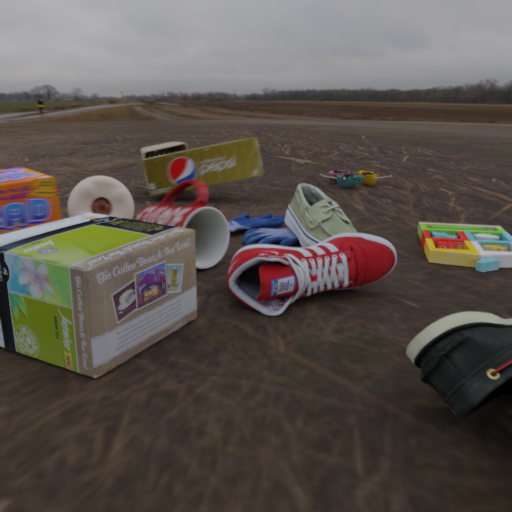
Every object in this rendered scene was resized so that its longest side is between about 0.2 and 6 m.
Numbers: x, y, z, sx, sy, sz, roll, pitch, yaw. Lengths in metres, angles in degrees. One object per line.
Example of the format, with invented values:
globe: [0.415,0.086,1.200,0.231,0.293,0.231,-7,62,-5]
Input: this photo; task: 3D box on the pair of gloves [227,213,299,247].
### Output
pair of gloves: [0.176,-0.499,10.779,1.664,0.236,2.070,-11,21,-37]

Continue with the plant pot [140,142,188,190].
plant pot: [-2.501,-2.452,14.951,1.185,1.187,1.051,-17,31,-21]

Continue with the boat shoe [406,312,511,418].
boat shoe: [2.487,0.939,5.147,2.476,0.906,0.776,-2,45,-33]

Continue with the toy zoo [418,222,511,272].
toy zoo: [3.676,-0.181,9.666,1.526,0.238,2.326,3,17,11]

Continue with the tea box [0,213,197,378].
tea box: [-1.870,0.316,6.374,1.751,1.189,1.779,9,19,28]

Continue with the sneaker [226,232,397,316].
sneaker: [0.722,0.224,7.334,2.292,0.816,1.289,-5,12,8]

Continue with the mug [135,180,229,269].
mug: [-1.199,-0.501,9.129,1.451,1.288,0.968,10,-23,45]

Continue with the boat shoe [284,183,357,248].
boat shoe: [1.135,-0.576,9.669,0.918,0.791,2.549,-2,24,-22]

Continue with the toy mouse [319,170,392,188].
toy mouse: [2.590,-2.207,16.118,1.742,0.379,1.960,-7,18,-23]

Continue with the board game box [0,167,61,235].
board game box: [-3.951,-0.513,8.642,1.399,1.400,1.401,-17,24,-38]

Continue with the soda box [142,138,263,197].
soda box: [-1.292,-2.227,13.950,2.831,0.959,0.906,-10,11,6]

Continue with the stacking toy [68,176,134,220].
stacking toy: [-3.095,-0.898,11.084,1.191,1.191,1.631,-6,2,-18]
